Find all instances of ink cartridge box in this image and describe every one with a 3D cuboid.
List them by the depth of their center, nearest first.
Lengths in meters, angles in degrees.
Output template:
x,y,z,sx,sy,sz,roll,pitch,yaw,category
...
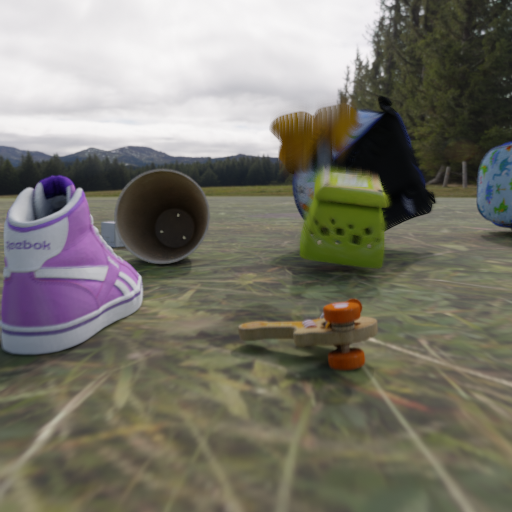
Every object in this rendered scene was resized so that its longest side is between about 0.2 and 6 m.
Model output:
x,y,z,sx,sy,sz,roll,pitch,yaw,category
-2.994,-0.492,12.455,0.545,0.542,0.750,7,10,40,ink cartridge box

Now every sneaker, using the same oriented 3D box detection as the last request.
x,y,z,sx,sy,sz,roll,pitch,yaw,category
-1.775,-0.066,5.813,0.953,1.499,2.629,-2,6,-1,sneaker

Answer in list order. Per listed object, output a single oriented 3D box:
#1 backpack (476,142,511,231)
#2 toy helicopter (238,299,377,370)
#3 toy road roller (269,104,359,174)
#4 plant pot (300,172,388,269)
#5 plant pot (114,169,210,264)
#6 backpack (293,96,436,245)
x,y,z,sx,sy,sz,roll,pitch,yaw,category
7.207,-1.910,15.037,2.125,2.646,2.891,2,4,-6,backpack
0.429,0.606,4.756,1.212,0.478,0.801,-4,7,25,toy helicopter
0.780,-1.825,8.106,0.916,1.255,0.771,43,-18,-28,toy road roller
1.444,-0.639,9.058,1.319,1.197,1.312,8,22,4,plant pot
-1.605,-0.608,10.378,1.627,1.627,1.737,0,-4,0,plant pot
2.062,-1.580,11.998,2.607,2.737,2.109,-41,26,-18,backpack
